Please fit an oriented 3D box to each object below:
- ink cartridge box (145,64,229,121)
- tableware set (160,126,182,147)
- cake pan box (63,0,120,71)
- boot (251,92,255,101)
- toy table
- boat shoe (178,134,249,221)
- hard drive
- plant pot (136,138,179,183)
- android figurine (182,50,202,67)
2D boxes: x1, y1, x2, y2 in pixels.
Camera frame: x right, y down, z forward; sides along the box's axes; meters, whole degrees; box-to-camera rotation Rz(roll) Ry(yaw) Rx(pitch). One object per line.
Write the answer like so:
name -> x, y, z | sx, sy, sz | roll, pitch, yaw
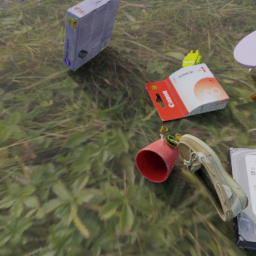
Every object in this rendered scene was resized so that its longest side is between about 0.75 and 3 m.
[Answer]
ink cartridge box -> 1.870, -1.235, 9.176 | 2.209, 0.554, 1.791 | -11, 53, -13
tableware set -> 1.366, 0.315, 7.298 | 1.191, 0.183, 0.802 | 26, 29, -11
cake pan box -> -1.329, -3.639, 10.365 | 0.657, 2.313, 2.512 | 36, 54, 8
boot -> 4.365, -0.651, 8.659 | 0.483, 1.015, 1.312 | 5, -2, -29
toy table -> 4.936, -2.315, 9.142 | 2.484, 1.455, 2.283 | 19, 80, 51
boat shoe -> 1.723, 1.035, 6.178 | 0.638, 0.740, 2.028 | -28, 72, -21
hard drive -> 3.349, 1.592, 6.559 | 1.784, 0.483, 2.554 | 5, 47, 10
plant pot -> 0.822, 0.762, 7.177 | 0.978, 0.978, 0.865 | 28, 40, 24
android figurine -> 2.389, -2.531, 10.541 | 0.809, 0.183, 0.889 | 13, 75, 52
